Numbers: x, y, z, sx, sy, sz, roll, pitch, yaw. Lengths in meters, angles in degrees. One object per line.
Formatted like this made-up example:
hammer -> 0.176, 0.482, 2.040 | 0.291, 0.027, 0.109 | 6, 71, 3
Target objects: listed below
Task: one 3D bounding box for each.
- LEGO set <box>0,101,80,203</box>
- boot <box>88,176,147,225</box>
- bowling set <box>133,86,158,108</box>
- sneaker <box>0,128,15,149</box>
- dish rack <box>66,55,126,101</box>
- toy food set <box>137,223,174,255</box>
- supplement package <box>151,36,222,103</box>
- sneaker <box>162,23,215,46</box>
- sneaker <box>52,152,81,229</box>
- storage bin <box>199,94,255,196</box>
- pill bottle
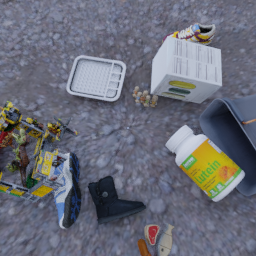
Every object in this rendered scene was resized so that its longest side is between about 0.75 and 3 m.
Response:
LEGO set -> -2.650, 0.495, 7.586 | 2.298, 1.731, 2.988 | 36, 39, -25
boot -> -0.345, 2.007, 8.249 | 1.525, 0.582, 1.281 | -16, 74, 1
bowling set -> 0.472, -0.933, 9.312 | 0.925, 0.497, 0.644 | 27, 38, 14
sneaker -> -4.125, 0.800, 8.719 | 2.063, 0.808, 1.192 | -41, 83, -1
dish rack -> -1.074, -1.675, 9.739 | 1.850, 0.403, 1.588 | 11, 71, 4
toy food set -> 0.642, 3.475, 7.500 | 1.235, 0.306, 1.943 | 21, 67, -19
supplement package -> 1.838, -1.806, 9.044 | 1.818, 1.380, 1.370 | 10, 69, -12
sneaker -> 2.194, -3.396, 10.137 | 1.889, 0.851, 0.708 | -10, 70, -4
sneaker -> -1.906, 1.838, 8.295 | 0.843, 0.828, 2.187 | -9, 64, 10
storage bin -> 3.840, 0.216, 8.327 | 1.890, 2.047, 2.813 | -21, 70, -18
pill bottle -> 2.199, 0.976, 8.308 | 1.214, 1.214, 2.186 | -41, 74, -14
